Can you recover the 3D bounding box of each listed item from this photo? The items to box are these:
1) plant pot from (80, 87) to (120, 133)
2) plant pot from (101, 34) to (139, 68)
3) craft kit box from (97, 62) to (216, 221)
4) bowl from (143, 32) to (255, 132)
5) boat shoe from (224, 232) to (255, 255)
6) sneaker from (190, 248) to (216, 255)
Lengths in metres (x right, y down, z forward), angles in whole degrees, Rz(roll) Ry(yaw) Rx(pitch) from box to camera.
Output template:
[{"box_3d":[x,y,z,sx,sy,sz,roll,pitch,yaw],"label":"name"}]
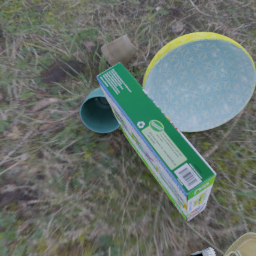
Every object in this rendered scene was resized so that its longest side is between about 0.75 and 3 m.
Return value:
[{"box_3d":[-0.658,-0.596,7.697,1.147,1.147,0.921,4,36,3],"label":"plant pot"},{"box_3d":[-0.185,-2.387,8.706,0.877,1.011,1.011,-36,58,19],"label":"plant pot"},{"box_3d":[0.608,0.449,5.988,0.690,2.809,2.844,-32,63,-8],"label":"craft kit box"},{"box_3d":[1.723,-1.380,7.386,2.777,2.777,1.494,0,43,0],"label":"bowl"},{"box_3d":[1.894,3.001,5.110,0.877,0.756,2.403,36,78,26],"label":"boat shoe"},{"box_3d":[1.349,2.665,5.684,0.473,0.820,0.308,9,42,-31],"label":"sneaker"}]
